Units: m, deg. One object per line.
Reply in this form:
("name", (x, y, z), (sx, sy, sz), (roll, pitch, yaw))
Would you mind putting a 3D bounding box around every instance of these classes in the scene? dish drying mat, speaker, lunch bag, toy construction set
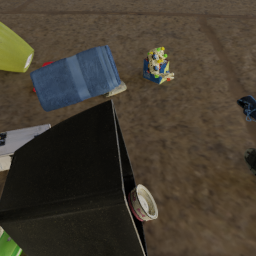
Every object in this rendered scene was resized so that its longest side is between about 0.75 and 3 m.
("dish drying mat", (-3.759, -2.506, 13.400), (1.050, 0.249, 2.733), (-3, 40, -2))
("speaker", (-2.809, 2.779, 6.690), (0.605, 0.605, 1.369), (8, 40, 9))
("lunch bag", (-0.698, -1.765, 12.197), (0.890, 0.638, 1.085), (-23, 40, -25))
("toy construction set", (1.120, -2.295, 10.110), (0.913, 0.642, 1.393), (5, 62, -49))

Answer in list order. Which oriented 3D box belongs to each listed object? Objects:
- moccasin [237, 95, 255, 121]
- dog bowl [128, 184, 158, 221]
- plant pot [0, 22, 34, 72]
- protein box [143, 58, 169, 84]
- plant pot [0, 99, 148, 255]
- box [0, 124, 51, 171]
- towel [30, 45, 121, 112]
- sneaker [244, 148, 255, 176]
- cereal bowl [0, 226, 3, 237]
("moccasin", (3.527, -0.473, 8.025), (0.472, 0.557, 1.384), (-12, 24, 6))
("dog bowl", (0.373, 2.013, 7.411), (0.361, 0.978, 0.978), (-33, 37, 17))
("plant pot", (-5.973, -3.783, 13.366), (2.607, 2.439, 2.439), (23, 38, -13))
("protein box", (1.292, -2.746, 13.105), (0.995, 0.988, 0.671), (29, 47, 31))
("plant pot", (-1.190, 1.539, 6.598), (2.639, 2.968, 2.975), (-12, 40, 3))
("box", (-3.534, 0.639, 9.252), (2.112, 0.635, 1.232), (-11, 41, -13))
("towel", (-1.330, -1.261, 7.228), (2.142, 1.196, 0.520), (-19, -4, 3))
("sneaker", (4.582, 1.283, 8.490), (2.169, 0.818, 0.860), (36, 41, 25))
("cereal bowl", (-4.452, 2.500, 6.653), (2.586, 1.077, 2.586), (0, 38, 0))
